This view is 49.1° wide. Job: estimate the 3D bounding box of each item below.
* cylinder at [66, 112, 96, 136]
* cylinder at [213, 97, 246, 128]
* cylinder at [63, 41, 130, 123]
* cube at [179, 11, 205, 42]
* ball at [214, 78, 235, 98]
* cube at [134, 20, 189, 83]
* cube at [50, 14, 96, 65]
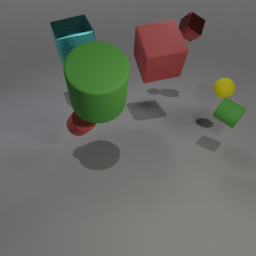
[{"bbox_3d":[-1.324,-0.178,7.946,0.700,0.700,0.700,-19,-5,-28],"label":"cylinder"},{"bbox_3d":[3.093,-0.469,8.552,0.700,0.700,0.700,37,43,19],"label":"cylinder"},{"bbox_3d":[-0.702,-1.019,6.515,1.400,1.400,1.400,2,65,-3],"label":"cylinder"},{"bbox_3d":[2.401,-3.851,10.699,0.700,0.700,0.700,23,-13,-21],"label":"cube"},{"bbox_3d":[3.311,-1.366,9.628,0.700,0.700,0.700,0,31,0],"label":"ball"},{"bbox_3d":[1.060,-2.595,9.590,1.400,1.400,1.400,-12,65,-8],"label":"cube"},{"bbox_3d":[-2.044,-3.288,10.802,1.400,1.400,1.400,-18,50,-11],"label":"cube"}]
